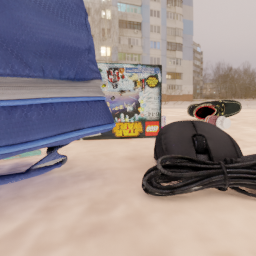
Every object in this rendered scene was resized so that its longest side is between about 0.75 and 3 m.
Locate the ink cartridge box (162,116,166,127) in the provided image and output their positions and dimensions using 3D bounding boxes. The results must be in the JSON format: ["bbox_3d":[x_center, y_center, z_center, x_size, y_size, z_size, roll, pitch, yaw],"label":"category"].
[{"bbox_3d":[1.199,-0.188,9.597,0.160,0.455,0.763,1,5,12],"label":"ink cartridge box"}]

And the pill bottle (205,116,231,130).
[{"bbox_3d":[3.027,-0.176,9.438,0.465,0.465,0.823,-2,5,-27],"label":"pill bottle"}]

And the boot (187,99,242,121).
[{"bbox_3d":[4.682,-0.890,14.692,2.934,1.059,2.216,-4,7,7],"label":"boot"}]

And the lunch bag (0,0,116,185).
[{"bbox_3d":[-1.540,-0.351,2.990,2.017,1.964,2.969,-13,0,33],"label":"lunch bag"}]

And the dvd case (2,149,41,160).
[{"bbox_3d":[-2.002,0.405,4.837,0.649,0.098,0.889,-5,6,-44],"label":"dvd case"}]

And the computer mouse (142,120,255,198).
[{"bbox_3d":[0.940,0.239,3.609,1.658,0.631,2.394,-1,5,-1],"label":"computer mouse"}]

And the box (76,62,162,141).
[{"bbox_3d":[-0.499,-0.640,6.822,2.683,1.837,0.535,-2,6,-14],"label":"box"}]
